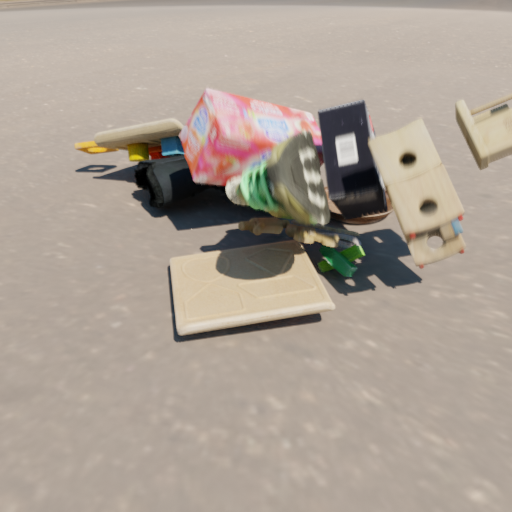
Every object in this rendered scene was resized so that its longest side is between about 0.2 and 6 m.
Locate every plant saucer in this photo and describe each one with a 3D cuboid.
[{"bbox_3d":[1.889,-0.975,10.716,1.586,0.290,1.586,0,29,0],"label":"plant saucer"}]

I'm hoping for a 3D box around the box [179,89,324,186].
[{"bbox_3d":[-0.015,-1.801,9.133,2.157,1.075,1.030,3,54,-35],"label":"box"}]

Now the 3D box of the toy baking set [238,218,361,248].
[{"bbox_3d":[0.774,-0.340,9.146,1.647,0.250,2.146,18,14,29],"label":"toy baking set"}]

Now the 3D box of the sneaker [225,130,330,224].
[{"bbox_3d":[0.238,-0.868,7.516,1.352,1.173,3.051,-13,1,8],"label":"sneaker"}]

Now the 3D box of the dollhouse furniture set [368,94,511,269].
[{"bbox_3d":[2.753,-0.990,7.229,2.040,1.438,1.430,-21,66,14],"label":"dollhouse furniture set"}]

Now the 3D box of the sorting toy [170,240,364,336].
[{"bbox_3d":[0.319,0.386,8.153,3.034,0.447,2.243,-8,26,-7],"label":"sorting toy"}]

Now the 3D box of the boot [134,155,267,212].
[{"bbox_3d":[-0.887,-1.296,10.544,2.164,0.984,2.576,-21,40,-30],"label":"boot"}]

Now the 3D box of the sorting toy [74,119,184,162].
[{"bbox_3d":[-1.884,-2.236,11.638,3.958,0.539,2.229,-4,0,25],"label":"sorting toy"}]

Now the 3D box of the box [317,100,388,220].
[{"bbox_3d":[1.485,-1.409,8.495,0.725,1.393,1.268,-10,-13,17],"label":"box"}]
